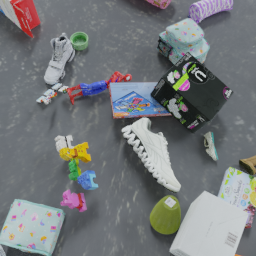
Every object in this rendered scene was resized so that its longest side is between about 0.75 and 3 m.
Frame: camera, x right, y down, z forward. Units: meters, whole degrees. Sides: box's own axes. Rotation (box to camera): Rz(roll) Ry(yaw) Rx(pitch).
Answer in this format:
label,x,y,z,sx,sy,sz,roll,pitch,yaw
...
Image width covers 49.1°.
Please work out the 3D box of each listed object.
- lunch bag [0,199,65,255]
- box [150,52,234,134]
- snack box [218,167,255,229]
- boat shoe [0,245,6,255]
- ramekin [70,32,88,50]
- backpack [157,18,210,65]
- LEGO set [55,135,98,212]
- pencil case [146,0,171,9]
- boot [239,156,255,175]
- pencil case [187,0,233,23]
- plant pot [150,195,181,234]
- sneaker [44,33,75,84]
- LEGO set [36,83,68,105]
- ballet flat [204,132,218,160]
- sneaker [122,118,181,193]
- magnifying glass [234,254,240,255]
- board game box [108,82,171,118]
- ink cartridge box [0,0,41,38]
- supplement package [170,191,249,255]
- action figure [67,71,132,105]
label,x,y,z,sx,sy,sz,roll,pitch,yaw
lunch bag,-2.892,2.967,8.406,1.629,0.993,1.388,14,65,1
box,2.238,-1.225,9.975,2.193,1.363,1.629,43,66,3
snack box,3.556,2.231,9.069,1.148,0.427,1.614,22,65,11
boat shoe,-3.873,4.359,7.640,0.981,0.927,2.734,-14,68,-9
ramekin,-2.077,-3.723,12.072,0.765,0.374,0.765,0,64,0
backpack,2.329,-3.348,11.328,1.661,1.448,1.889,-28,73,-19
LEGO set,-1.740,1.152,8.598,0.990,1.065,2.595,-34,60,29
pencil case,0.830,-6.706,13.123,2.906,1.203,1.257,37,108,17
boot,4.392,1.183,9.477,0.952,0.315,0.834,-13,31,-9
pencil case,3.764,-5.475,12.705,2.035,0.854,0.870,-26,95,-11
plant pot,1.193,2.519,8.449,0.964,1.030,0.964,2,44,-2
sneaker,-2.829,-2.796,11.161,0.767,1.173,2.041,19,65,9
LEGO set,-2.843,-1.343,10.465,1.116,0.367,1.494,-44,33,-19
ballet flat,2.928,0.668,9.950,0.399,0.399,1.112,-2,61,-1
sneaker,0.932,0.840,9.252,1.127,1.045,2.781,-36,71,1
magnifying glass,3.760,4.039,8.303,1.945,0.218,0.774,13,64,7
board game box,0.621,-1.059,10.349,2.574,0.250,1.325,-3,71,-19
ink cartridge box,-4.822,-5.334,12.214,2.663,1.547,0.895,42,70,18
supplement package,2.216,3.013,7.923,1.318,1.793,1.714,27,67,13
action figure,-0.915,-1.336,10.660,2.525,0.824,1.250,-23,65,-9
